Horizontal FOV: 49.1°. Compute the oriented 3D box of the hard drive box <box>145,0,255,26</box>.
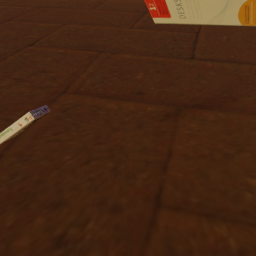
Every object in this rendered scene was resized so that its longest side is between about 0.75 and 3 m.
[{"bbox_3d":[1.590,-3.122,5.668,2.631,2.050,1.010,13,77,28],"label":"hard drive box"}]

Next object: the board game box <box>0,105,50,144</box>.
[{"bbox_3d":[-1.808,-0.059,4.817,0.883,0.153,0.557,-32,7,19],"label":"board game box"}]
